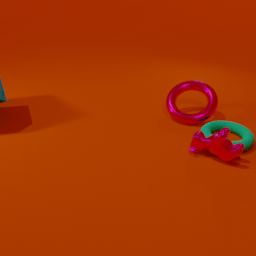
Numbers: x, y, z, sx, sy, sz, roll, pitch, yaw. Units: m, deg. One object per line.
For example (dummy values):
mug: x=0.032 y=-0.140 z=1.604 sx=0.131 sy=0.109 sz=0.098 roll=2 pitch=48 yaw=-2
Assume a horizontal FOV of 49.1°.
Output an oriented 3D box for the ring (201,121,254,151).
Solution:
ring: x=2.601 y=0.197 z=7.381 sx=1.360 sy=0.272 sz=1.360 roll=0 pitch=29 yaw=0

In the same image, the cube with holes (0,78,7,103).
cube with holes: x=-4.503 y=-1.299 z=7.907 sx=1.389 sy=1.389 sz=1.389 roll=-15 pitch=4 yaw=-7

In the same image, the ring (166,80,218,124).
ring: x=1.904 y=-0.790 z=8.405 sx=1.533 sy=0.307 sz=1.533 roll=-6 pitch=59 yaw=11

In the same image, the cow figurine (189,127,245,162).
cow figurine: x=2.054 y=0.450 z=6.696 sx=1.075 sy=1.058 sz=0.590 roll=48 pitch=39 yaw=5
